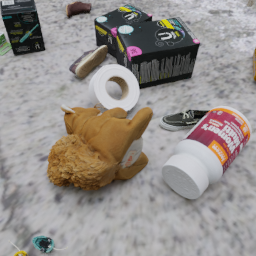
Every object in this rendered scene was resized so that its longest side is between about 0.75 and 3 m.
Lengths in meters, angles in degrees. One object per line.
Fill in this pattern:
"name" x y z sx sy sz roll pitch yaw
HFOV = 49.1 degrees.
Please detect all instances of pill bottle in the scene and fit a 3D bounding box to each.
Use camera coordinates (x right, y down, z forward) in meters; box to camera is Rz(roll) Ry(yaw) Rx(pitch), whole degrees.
"pill bottle" 1.958 0.572 6.955 1.281 1.281 2.339 34 58 25

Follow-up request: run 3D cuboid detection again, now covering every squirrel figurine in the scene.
"squirrel figurine" -0.977 0.315 6.938 2.369 1.796 2.538 29 53 30

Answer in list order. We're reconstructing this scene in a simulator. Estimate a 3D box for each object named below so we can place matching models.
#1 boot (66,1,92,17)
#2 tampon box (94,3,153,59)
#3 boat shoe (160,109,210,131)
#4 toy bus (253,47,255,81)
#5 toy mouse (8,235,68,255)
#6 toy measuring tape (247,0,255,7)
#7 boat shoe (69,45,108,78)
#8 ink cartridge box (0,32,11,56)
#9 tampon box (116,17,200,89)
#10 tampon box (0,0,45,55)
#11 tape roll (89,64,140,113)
"boot" -2.166 -5.260 12.348 0.983 0.427 1.182 4 47 5
"tampon box" -0.167 -3.680 10.584 1.786 1.127 1.338 -37 59 -26
"boat shoe" 1.747 -0.314 8.178 1.642 0.523 0.580 -4 50 -3
"toy bus" 4.706 -2.216 9.598 0.636 0.764 1.953 13 51 8
"toy mouse" -1.780 2.728 5.832 1.132 0.246 1.274 -19 53 -15
"toy measuring tape" 6.662 -5.074 11.836 2.972 1.093 1.093 5 50 4
"boat shoe" -1.366 -2.434 9.838 0.585 0.650 1.807 26 55 17
"ink cartridge box" -5.238 -3.354 10.742 1.537 0.456 0.798 20 51 15
"tampon box" 0.902 -2.529 9.405 2.286 1.443 1.713 -14 52 -12
"tampon box" -3.829 -3.709 10.273 1.207 1.611 1.017 -12 51 -13
"tape roll" -0.413 -1.130 8.357 1.480 0.518 1.480 5 79 -25
